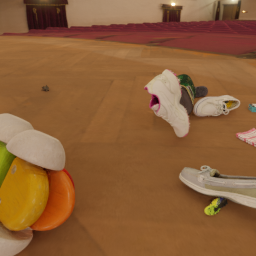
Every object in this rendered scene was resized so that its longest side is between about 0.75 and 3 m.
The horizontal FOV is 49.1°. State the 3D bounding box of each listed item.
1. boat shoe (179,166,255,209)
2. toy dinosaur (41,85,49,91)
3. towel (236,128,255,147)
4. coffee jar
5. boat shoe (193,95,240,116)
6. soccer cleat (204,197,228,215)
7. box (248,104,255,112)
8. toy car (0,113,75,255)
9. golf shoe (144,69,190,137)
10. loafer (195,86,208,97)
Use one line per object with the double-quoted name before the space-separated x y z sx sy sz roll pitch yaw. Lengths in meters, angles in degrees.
"boat shoe" 2.413 1.322 6.995 2.386 0.765 0.879 12 6 43
"toy dinosaur" -4.682 -2.245 15.965 0.412 0.310 0.805 13 17 -4
"towel" 4.734 0.398 10.115 0.976 0.199 1.333 -13 27 -25
"coffee jar" 2.361 -1.460 12.713 1.160 1.418 2.719 -19 16 23
"boat shoe" 3.965 -0.897 12.150 2.251 0.831 0.959 -11 20 -25
"soccer cleat" 2.101 1.903 6.813 0.751 0.243 0.314 -19 5 -30
"box" 6.192 -0.925 12.965 1.064 0.262 0.438 0 24 0
"toy car" -2.312 1.217 6.290 2.843 2.488 2.132 23 -3 39
"golf shoe" 1.337 -0.667 9.624 1.199 2.620 0.987 -28 30 -9
"loafer" 3.186 -1.928 14.861 2.071 0.744 0.652 0 5 -15
